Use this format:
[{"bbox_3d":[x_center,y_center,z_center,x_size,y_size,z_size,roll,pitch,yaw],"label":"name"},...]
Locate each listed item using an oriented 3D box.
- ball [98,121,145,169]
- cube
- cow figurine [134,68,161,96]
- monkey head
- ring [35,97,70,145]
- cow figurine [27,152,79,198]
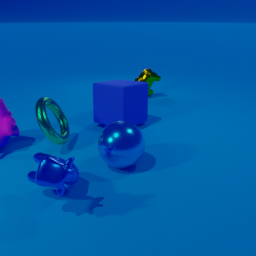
[{"bbox_3d":[-0.142,0.363,6.164,1.051,1.051,1.051,0,23,0],"label":"ball"},{"bbox_3d":[-0.217,-0.757,8.376,1.201,1.201,1.201,13,21,37],"label":"cube"},{"bbox_3d":[0.433,-1.780,11.041,1.405,1.428,0.784,18,22,-31],"label":"cow figurine"},{"bbox_3d":[-3.335,-0.086,6.917,1.007,1.202,1.671,-23,28,-17],"label":"monkey head"},{"bbox_3d":[-1.850,-0.180,6.949,0.255,1.275,1.275,-23,20,11],"label":"ring"},{"bbox_3d":[-1.216,0.822,5.009,1.235,0.689,1.255,9,-12,32],"label":"cow figurine"}]
